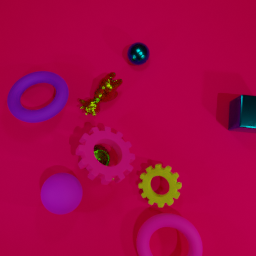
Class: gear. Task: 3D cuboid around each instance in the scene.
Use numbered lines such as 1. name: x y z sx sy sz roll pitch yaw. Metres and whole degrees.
1. gear: -0.615 0.746 7.901 1.659 0.307 1.659 15 54 -21
2. gear: 0.947 1.711 8.352 1.238 0.229 1.238 1 94 20

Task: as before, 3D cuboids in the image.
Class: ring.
1. ring: -2.727 -0.978 8.504 1.860 0.372 1.860 -2 59 3
2. ring: 1.176 3.408 8.088 1.895 0.379 1.895 0 91 12

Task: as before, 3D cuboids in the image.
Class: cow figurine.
1. cow figurine: -0.843 -0.996 8.512 0.709 1.291 1.271 45 54 10

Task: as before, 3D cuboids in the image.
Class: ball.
1. ball: -1.906 1.882 8.080 1.170 1.170 1.170 0 83 0
2. ball: 0.330 -2.333 8.814 0.717 0.717 0.717 0 83 0

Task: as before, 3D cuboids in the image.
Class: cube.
1. cube: 3.689 -0.398 8.460 0.971 0.971 0.971 5 83 1

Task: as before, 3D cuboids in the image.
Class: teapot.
1. teapot: -0.883 0.978 8.375 0.867 0.682 1.394 -38 106 -16
